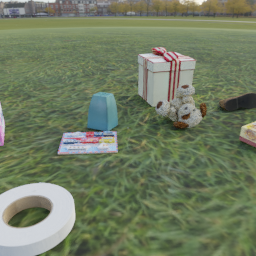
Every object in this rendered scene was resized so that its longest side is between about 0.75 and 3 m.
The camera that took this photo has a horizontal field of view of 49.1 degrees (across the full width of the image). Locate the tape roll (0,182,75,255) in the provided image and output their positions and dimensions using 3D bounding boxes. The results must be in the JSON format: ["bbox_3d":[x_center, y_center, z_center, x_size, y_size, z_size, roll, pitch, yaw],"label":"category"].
[{"bbox_3d":[-2.144,1.912,6.095,1.984,0.363,1.984,0,24,0],"label":"tape roll"}]

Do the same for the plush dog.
[{"bbox_3d":[2.158,-0.584,10.795,1.751,1.405,1.504,-35,48,-6],"label":"plush dog"}]

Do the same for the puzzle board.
[{"bbox_3d":[-1.312,0.456,9.452,1.889,0.164,1.424,-2,25,-3],"label":"puzzle board"}]

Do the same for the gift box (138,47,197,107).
[{"bbox_3d":[1.852,-2.546,13.292,2.497,2.332,2.304,-11,28,-20],"label":"gift box"}]

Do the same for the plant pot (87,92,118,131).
[{"bbox_3d":[-0.927,-0.657,10.449,0.885,1.252,0.885,10,21,21],"label":"plant pot"}]

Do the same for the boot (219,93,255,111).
[{"bbox_3d":[5.015,-1.216,12.489,1.973,0.726,0.745,-8,15,-12],"label":"boot"}]

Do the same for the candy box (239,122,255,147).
[{"bbox_3d":[4.951,0.158,9.597,2.018,0.558,1.165,-15,30,-31],"label":"candy box"}]

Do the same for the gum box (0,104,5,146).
[{"bbox_3d":[-4.783,-0.260,9.751,0.693,1.190,2.097,-9,27,-19],"label":"gum box"}]
